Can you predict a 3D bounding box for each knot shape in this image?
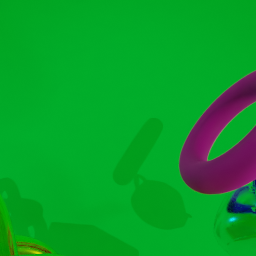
[{"bbox_3d":[-0.999,1.150,2.257,1.674,1.567,0.774,44,61,2],"label":"knot shape"}]

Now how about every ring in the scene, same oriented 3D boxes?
[{"bbox_3d":[1.420,-0.009,3.668,0.400,2.002,2.002,39,65,-8],"label":"ring"}]

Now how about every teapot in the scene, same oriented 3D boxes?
[{"bbox_3d":[1.683,1.200,3.593,1.124,1.808,0.885,-5,44,19],"label":"teapot"}]
